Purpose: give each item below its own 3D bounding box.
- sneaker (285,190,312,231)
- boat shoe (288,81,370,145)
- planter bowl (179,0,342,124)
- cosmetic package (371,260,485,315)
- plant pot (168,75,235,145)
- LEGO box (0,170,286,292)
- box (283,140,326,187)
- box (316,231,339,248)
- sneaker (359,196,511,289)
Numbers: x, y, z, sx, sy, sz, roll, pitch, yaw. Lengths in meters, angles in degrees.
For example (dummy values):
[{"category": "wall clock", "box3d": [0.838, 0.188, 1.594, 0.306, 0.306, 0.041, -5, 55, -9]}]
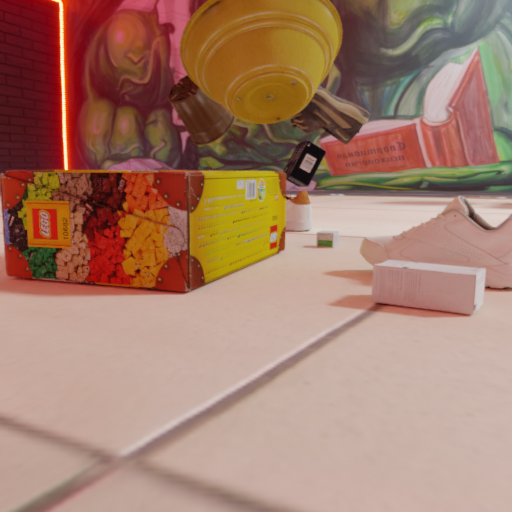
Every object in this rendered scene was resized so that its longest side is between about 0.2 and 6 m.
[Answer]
[{"category": "sneaker", "box3d": [0.057, -1.486, 16.535, 3.348, 1.418, 1.219, 2, 10, 21]}, {"category": "boat shoe", "box3d": [1.273, -3.358, 12.909, 2.960, 1.085, 1.102, 17, 16, -25]}, {"category": "planter bowl", "box3d": [0.154, -2.827, 8.711, 2.598, 1.082, 2.598, -7, -23, -3]}, {"category": "cosmetic package", "box3d": [2.177, 0.374, 7.088, 1.271, 0.516, 0.717, 4, 7, 28]}, {"category": "plant pot", "box3d": [-1.105, -2.893, 10.873, 1.045, 1.045, 1.034, 6, -30, 35]}, {"category": "LEGO box", "box3d": [-1.661, -0.697, 10.139, 3.286, 1.703, 4.412, 3, 9, 21]}, {"category": "box", "box3d": [1.036, -2.024, 12.390, 0.524, 0.878, 0.893, 28, 1, -12]}, {"category": "box", "box3d": [1.612, -0.374, 12.599, 0.413, 0.355, 0.415, 4, 9, 25]}, {"category": "sneaker", "box3d": [2.910, -0.284, 8.765, 2.643, 1.313, 1.030, 5, 10, 31]}]
